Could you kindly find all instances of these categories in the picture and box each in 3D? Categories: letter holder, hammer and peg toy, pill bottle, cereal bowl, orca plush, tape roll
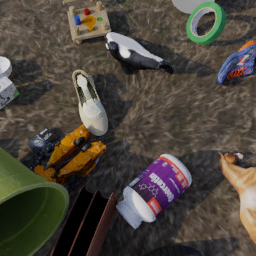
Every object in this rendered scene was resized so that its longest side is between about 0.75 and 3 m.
[{"bbox_3d":[-1.058,2.423,6.717,0.983,1.390,1.955,19,66,9],"label":"letter holder"},{"bbox_3d":[-1.510,-4.074,10.282,1.473,0.706,2.003,-13,65,-4],"label":"hammer and peg toy"},{"bbox_3d":[0.652,1.640,7.259,1.939,1.090,1.090,-40,70,-17],"label":"pill bottle"},{"bbox_3d":[-4.377,-1.838,9.247,1.126,0.469,1.126,-3,50,3],"label":"cereal bowl"},{"bbox_3d":[0.230,-2.248,9.348,2.791,0.992,1.468,27,38,22],"label":"orca plush"},{"bbox_3d":[2.700,-3.633,9.745,0.334,1.390,1.390,8,55,-42],"label":"tape roll"}]

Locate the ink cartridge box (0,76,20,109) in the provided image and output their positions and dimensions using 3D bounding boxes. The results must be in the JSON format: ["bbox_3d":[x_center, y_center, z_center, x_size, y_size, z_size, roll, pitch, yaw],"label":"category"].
[{"bbox_3d":[-3.998,-1.052,8.808,0.397,0.690,0.945,39,71,16],"label":"ink cartridge box"}]

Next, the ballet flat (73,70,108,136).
[{"bbox_3d":[-1.222,-0.858,8.676,0.803,0.803,2.311,-19,66,-9],"label":"ballet flat"}]

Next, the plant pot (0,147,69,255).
[{"bbox_3d":[-3.238,1.610,6.722,2.676,2.676,2.541,-41,58,-18],"label":"plant pot"}]

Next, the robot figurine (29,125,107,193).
[{"bbox_3d":[-1.685,0.948,7.875,2.093,0.609,1.518,-42,71,-19],"label":"robot figurine"}]

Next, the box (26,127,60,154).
[{"bbox_3d":[-2.519,0.440,8.365,0.784,0.171,0.628,-41,71,-18],"label":"box"}]

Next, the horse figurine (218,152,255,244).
[{"bbox_3d":[3.555,1.932,7.271,1.965,0.740,2.966,-6,69,10],"label":"horse figurine"}]

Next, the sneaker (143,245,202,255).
[{"bbox_3d":[0.534,3.659,6.546,2.702,0.969,1.119,-17,87,-7],"label":"sneaker"}]

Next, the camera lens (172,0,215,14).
[{"bbox_3d":[2.544,-5.652,10.445,1.764,1.764,2.206,11,64,5],"label":"camera lens"}]

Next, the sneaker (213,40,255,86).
[{"bbox_3d":[3.705,-2.065,9.264,2.190,0.825,0.859,-38,75,-15],"label":"sneaker"}]
